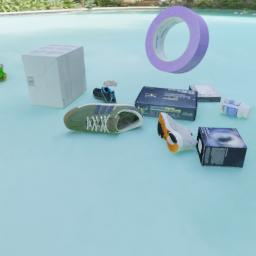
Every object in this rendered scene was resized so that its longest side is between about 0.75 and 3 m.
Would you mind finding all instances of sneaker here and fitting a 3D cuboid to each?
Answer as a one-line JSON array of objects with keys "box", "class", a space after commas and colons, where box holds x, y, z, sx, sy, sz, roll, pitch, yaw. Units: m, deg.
[{"box": [-1.040, -1.595, 12.639, 0.644, 0.720, 1.759, -19, 32, -31], "class": "sneaker"}, {"box": [-0.763, -0.310, 9.909, 2.831, 0.949, 1.271, -8, 24, -21], "class": "sneaker"}, {"box": [1.637, 0.144, 9.483, 0.923, 0.760, 2.007, 0, 34, -16], "class": "sneaker"}]

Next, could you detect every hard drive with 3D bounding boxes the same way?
[{"box": [3.588, -1.653, 13.200, 1.143, 0.310, 1.637, 0, 29, 0], "class": "hard drive"}]

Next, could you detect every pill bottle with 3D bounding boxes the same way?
[{"box": [4.305, -0.770, 11.200, 1.089, 0.610, 0.610, 21, 35, 33], "class": "pill bottle"}]

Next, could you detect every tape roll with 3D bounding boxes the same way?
[{"box": [1.759, -3.192, 10.318, 2.315, 2.315, 0.760, 24, 17, 38], "class": "tape roll"}]

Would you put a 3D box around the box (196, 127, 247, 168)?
[{"box": [2.800, 0.547, 8.548, 1.219, 0.757, 1.229, 3, 28, 3], "class": "box"}]

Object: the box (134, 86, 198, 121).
[{"box": [1.643, -1.078, 11.740, 2.472, 0.631, 1.950, 7, 30, 12], "class": "box"}]

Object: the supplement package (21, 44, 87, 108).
[{"box": [-3.171, -2.405, 12.520, 1.719, 2.236, 2.338, 8, 29, 16], "class": "supplement package"}]

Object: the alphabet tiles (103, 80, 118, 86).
[{"box": [-0.927, -2.370, 14.848, 0.735, 0.033, 0.879, 1, 28, 2], "class": "alphabet tiles"}]

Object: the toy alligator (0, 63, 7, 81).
[{"box": [-7.176, -3.010, 15.493, 0.631, 0.690, 2.326, -44, 34, 4], "class": "toy alligator"}]
